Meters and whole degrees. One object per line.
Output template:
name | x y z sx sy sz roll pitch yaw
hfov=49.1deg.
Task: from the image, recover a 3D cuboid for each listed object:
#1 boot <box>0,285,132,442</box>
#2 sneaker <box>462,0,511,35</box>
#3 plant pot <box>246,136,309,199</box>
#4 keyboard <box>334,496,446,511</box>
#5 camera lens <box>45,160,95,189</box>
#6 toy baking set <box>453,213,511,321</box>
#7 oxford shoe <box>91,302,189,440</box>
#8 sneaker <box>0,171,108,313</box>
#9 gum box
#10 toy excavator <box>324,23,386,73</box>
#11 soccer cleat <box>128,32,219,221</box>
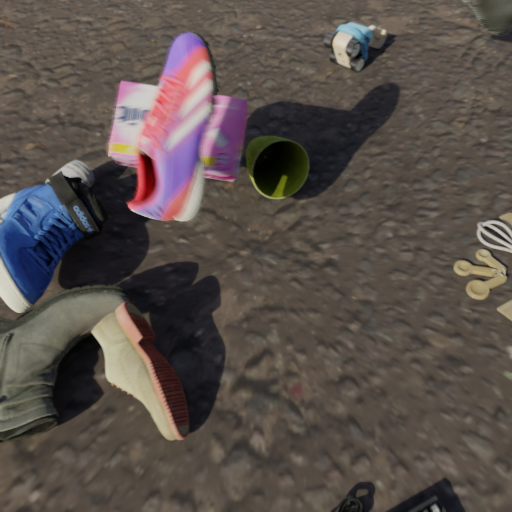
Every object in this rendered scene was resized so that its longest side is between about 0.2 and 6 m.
boot | -3.153 1.718 8.428 2.987 1.011 1.951 -18 56 -8
sneaker | 3.354 -4.814 9.639 1.727 1.122 2.990 4 50 1
plant pot | 0.282 -1.994 11.698 1.234 1.234 1.318 -15 31 -13
keyboard | 1.243 3.828 6.756 2.755 0.353 1.654 -20 50 -19
camera lens | -3.803 -1.472 11.427 0.669 0.669 0.836 23 52 20
toy baking set | 4.861 0.148 10.164 2.109 0.320 2.748 27 53 23
oxford shoe | -1.710 1.803 8.314 0.815 0.781 2.207 -33 68 5
sneaker | -3.508 -0.433 9.665 1.810 1.249 3.254 -24 32 -4
gum box | -1.410 -2.196 9.970 2.347 0.776 1.332 9 87 2
toy excavator | 2.861 -5.855 15.217 0.916 1.784 1.835 34 84 28
soccer cleat | -1.225 -1.851 8.043 0.995 2.719 0.927 -1 14 -40
